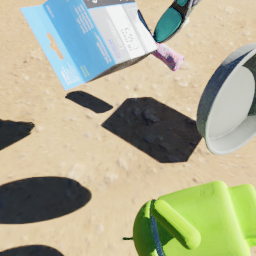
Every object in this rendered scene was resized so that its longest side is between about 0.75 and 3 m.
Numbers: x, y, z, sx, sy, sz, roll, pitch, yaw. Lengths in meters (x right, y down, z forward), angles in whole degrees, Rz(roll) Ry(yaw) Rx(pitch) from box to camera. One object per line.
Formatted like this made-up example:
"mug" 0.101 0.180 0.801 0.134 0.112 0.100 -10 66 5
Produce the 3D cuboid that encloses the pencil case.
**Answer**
"pencil case" 0.960 -2.087 7.790 1.236 0.540 0.540 39 61 13

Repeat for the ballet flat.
"ballet flat" 1.127 -2.391 5.678 0.591 1.644 0.591 19 40 -17

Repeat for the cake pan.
"cake pan" 1.797 -0.458 4.398 1.940 1.940 0.356 -29 45 -21

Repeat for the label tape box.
"label tape box" -0.567 -1.854 5.323 2.252 0.713 1.624 -34 97 -45

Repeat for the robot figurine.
"robot figurine" 0.929 1.435 3.992 1.939 1.701 1.122 -20 52 18
